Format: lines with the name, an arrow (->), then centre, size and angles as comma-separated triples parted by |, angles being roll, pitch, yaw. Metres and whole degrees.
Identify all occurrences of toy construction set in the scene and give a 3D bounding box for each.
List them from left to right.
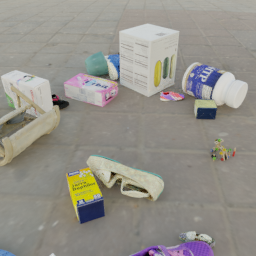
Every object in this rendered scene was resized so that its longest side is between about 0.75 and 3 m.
toy construction set -> 3.302, 0.705, 9.667 | 0.834, 0.641, 0.696 | 0, 35, -1

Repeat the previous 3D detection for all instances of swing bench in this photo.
swing bench -> -4.095, -0.035, 10.000 | 2.409, 1.563, 2.396 | 24, 40, 20

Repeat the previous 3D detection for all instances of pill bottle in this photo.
pill bottle -> 3.906, -1.891, 12.645 | 2.568, 1.537, 1.537 | 30, 44, 35

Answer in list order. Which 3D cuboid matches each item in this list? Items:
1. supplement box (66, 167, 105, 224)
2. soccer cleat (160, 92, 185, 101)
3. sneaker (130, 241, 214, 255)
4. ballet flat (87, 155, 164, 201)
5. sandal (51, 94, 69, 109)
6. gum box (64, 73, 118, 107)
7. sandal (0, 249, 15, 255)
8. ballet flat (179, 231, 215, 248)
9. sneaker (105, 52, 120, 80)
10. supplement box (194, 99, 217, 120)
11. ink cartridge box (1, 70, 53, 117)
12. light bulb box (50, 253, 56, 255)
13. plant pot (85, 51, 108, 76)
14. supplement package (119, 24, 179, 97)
supplement box -> -1.209, 1.867, 7.892 | 0.728, 0.733, 1.338 | -13, 36, -19
soccer cleat -> 2.088, -1.503, 13.055 | 1.155, 0.423, 0.394 | -2, 35, -3
sneaker -> 0.827, 2.956, 6.036 | 2.421, 1.070, 0.974 | -11, 35, -17
ballet flat -> -0.240, 1.492, 8.388 | 2.620, 0.884, 0.817 | 13, 53, 20
sandal -> -3.516, -1.292, 12.743 | 1.903, 0.429, 0.715 | 19, 39, 25
gum box -> -1.697, -1.813, 13.205 | 2.283, 0.755, 1.296 | 17, 38, 24
sandal -> -3.157, 2.959, 6.462 | 1.348, 0.587, 0.536 | 11, 34, 12
ballet flat -> 1.739, 2.739, 7.017 | 0.893, 0.321, 0.321 | 10, 36, 14
sneaker -> -0.463, -3.491, 15.434 | 1.429, 0.986, 2.568 | -15, 30, -6
supplement box -> 3.285, -0.807, 11.939 | 0.811, 0.544, 0.810 | 2, 35, 3
ink cartridge box -> -4.307, -1.476, 12.075 | 2.047, 1.482, 0.860 | 19, 39, 26
light bulb box -> -1.470, 3.222, 5.892 | 0.773, 0.780, 0.487 | 25, 42, 31
plant pot -> -1.756, -3.404, 15.188 | 1.008, 1.256, 1.256 | -20, 38, -11
supplement package -> 0.994, -3.371, 13.728 | 2.061, 2.716, 2.046 | -29, 44, -35
